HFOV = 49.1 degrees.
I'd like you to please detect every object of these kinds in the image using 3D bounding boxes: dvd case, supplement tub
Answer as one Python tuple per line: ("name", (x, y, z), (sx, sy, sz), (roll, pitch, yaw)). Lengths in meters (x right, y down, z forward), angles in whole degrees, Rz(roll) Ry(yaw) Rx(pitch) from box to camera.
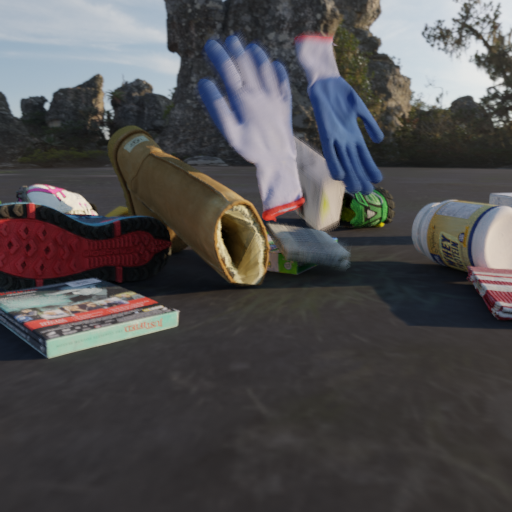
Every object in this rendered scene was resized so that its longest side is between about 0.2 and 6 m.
("dvd case", (-2.047, 0.620, 6.377), (1.478, 0.223, 2.024), (-10, 17, -41))
("supplement tub", (3.291, -0.302, 8.753), (1.083, 1.083, 1.500), (-6, 13, -26))

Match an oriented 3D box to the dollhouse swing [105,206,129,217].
("dollhouse swing", (-2.536, -0.544, 10.983), (0.590, 0.650, 0.571), (-40, 53, -23))

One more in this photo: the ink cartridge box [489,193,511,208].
("ink cartridge box", (5.685, -0.824, 11.728), (1.281, 0.940, 0.935), (-3, 12, -11))

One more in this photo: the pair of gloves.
("pair of gloves", (0.693, -2.047, 8.481), (3.400, 2.734, 0.387), (-19, 1, -40))

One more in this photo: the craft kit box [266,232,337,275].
("craft kit box", (0.334, -0.092, 9.568), (1.618, 0.397, 1.638), (10, 15, 29))

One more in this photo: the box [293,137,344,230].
("box", (0.807, -1.454, 10.450), (0.552, 1.071, 1.836), (-27, 53, -27))

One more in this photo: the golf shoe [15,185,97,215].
("golf shoe", (-4.007, -0.886, 11.420), (1.504, 1.186, 3.266), (-2, 12, -12))

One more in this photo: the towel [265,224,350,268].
("towel", (0.805, -0.196, 8.731), (1.132, 0.203, 1.176), (8, 25, -22))

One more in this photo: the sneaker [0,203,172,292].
("sneaker", (-2.774, -0.071, 7.960), (2.989, 1.185, 1.428), (4, 0, -43))

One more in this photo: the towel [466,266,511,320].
("towel", (3.529, 0.500, 7.041), (1.395, 0.220, 1.937), (4, 14, 10))

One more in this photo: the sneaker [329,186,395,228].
("sneaker", (1.792, -1.375, 13.791), (1.335, 1.222, 3.133), (-9, 15, -38))

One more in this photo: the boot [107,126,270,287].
("boot", (-0.968, -0.394, 8.633), (1.046, 2.769, 3.162), (-41, 49, -14))
